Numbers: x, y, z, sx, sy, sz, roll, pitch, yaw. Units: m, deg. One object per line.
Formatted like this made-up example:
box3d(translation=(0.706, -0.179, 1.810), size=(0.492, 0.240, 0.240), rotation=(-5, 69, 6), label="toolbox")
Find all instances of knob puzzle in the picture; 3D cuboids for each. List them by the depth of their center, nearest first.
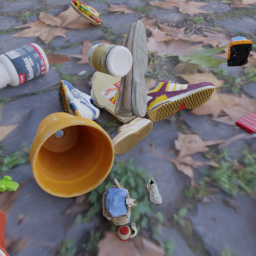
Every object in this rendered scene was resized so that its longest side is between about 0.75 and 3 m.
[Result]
box3d(translation=(-0.362, -1.331, 10.829), size=(2.603, 0.361, 2.603), rotation=(10, 51, -12), label="knob puzzle")

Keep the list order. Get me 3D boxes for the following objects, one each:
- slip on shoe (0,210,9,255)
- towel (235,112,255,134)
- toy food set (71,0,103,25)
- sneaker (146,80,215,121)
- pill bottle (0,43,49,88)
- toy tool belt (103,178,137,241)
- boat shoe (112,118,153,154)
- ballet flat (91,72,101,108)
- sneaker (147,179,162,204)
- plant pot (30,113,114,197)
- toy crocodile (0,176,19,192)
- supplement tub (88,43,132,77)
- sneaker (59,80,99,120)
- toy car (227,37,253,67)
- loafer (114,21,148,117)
box3d(translation=(-3.278, 2.314, 6.728), size=(0.726, 0.879, 2.374), rotation=(-23, 42, -30), label="slip on shoe")
box3d(translation=(4.441, -0.192, 10.035), size=(1.033, 0.116, 0.747), rotation=(-25, 46, -28), label="towel")
box3d(translation=(-2.364, -6.764, 16.391), size=(2.096, 0.510, 2.075), rotation=(16, 31, -47), label="toy food set")
box3d(translation=(1.840, -1.346, 10.489), size=(2.978, 1.116, 1.342), rotation=(-18, 57, -20), label="sneaker")
box3d(translation=(-4.647, -2.543, 11.752), size=(1.351, 1.351, 2.260), rotation=(33, 52, 31), label="pill bottle")
box3d(translation=(-0.210, 2.009, 7.020), size=(0.848, 0.835, 1.358), rotation=(-8, 42, -9), label="toy tool belt")
box3d(translation=(0.014, 0.210, 9.199), size=(0.671, 0.715, 1.938), rotation=(27, 39, 30), label="boat shoe")
box3d(translation=(-1.168, -1.603, 11.203), size=(0.691, 0.691, 1.990), rotation=(-6, 43, -7), label="ballet flat")
box3d(translation=(0.709, 1.732, 7.699), size=(0.288, 0.350, 0.760), rotation=(-14, 44, -14), label="sneaker")
box3d(translation=(-1.750, 0.511, 7.972), size=(2.155, 2.155, 1.973), rotation=(-19, 29, -20), label="plant pot")
box3d(translation=(-3.672, 1.574, 7.912), size=(1.197, 0.370, 0.404), rotation=(9, 45, 4), label="toy crocodile")
box3d(translation=(-0.385, -1.387, 5.666), size=(0.605, 0.605, 0.838), rotation=(-29, 36, -29), label="supplement tub")
box3d(translation=(-1.880, -0.982, 10.516), size=(1.036, 0.885, 2.351), rotation=(-10, 47, -30), label="sneaker")
box3d(translation=(2.693, -1.733, 5.638), size=(1.464, 0.718, 0.487), rotation=(-13, 59, 23), label="toy car")
box3d(translation=(0.025, -1.328, 6.289), size=(0.699, 0.799, 2.223), rotation=(-4, 78, 22), label="loafer")
